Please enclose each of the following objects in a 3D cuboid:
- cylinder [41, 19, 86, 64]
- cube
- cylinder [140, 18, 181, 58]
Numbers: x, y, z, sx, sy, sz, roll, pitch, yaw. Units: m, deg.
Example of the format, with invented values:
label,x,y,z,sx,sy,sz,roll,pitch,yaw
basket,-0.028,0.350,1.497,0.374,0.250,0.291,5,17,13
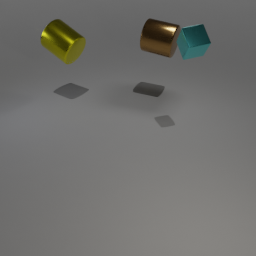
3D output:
label,x,y,z,sx,sy,sz,roll,pitch,yaw
cylinder,-2.799,-3.733,12.177,1.400,1.400,1.400,38,41,5
cube,1.973,-2.600,8.501,0.700,0.700,0.700,-14,74,-9
cylinder,1.415,-3.922,12.242,1.400,1.400,1.400,19,36,15
